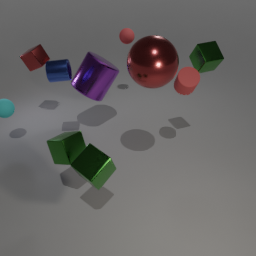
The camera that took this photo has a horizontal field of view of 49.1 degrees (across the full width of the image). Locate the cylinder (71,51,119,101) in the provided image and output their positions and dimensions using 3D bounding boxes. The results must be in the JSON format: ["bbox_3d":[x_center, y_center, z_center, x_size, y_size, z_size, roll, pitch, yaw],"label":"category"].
[{"bbox_3d":[-1.264,-1.978,10.786,1.400,1.400,1.400,31,16,-10],"label":"cylinder"}]

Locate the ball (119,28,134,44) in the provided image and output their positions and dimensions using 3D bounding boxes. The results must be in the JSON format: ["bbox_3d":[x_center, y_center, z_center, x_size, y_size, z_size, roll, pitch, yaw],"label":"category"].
[{"bbox_3d":[-0.054,-4.194,12.786,0.700,0.700,0.700,0,32,0],"label":"ball"}]

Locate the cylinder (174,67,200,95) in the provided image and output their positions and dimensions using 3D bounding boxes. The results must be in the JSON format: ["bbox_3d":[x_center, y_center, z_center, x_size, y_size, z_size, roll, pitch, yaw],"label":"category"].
[{"bbox_3d":[1.871,-1.491,8.953,0.700,0.700,0.700,0,74,-2],"label":"cylinder"}]

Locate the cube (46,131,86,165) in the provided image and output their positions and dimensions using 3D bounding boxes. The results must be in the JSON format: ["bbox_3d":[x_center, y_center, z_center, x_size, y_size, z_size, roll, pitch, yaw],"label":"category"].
[{"bbox_3d":[-1.631,0.531,7.580,0.700,0.700,0.700,-4,18,40],"label":"cube"}]

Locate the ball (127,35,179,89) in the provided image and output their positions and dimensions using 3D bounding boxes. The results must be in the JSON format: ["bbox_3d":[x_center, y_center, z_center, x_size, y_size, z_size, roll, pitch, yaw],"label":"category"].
[{"bbox_3d":[0.665,-1.769,7.564,1.400,1.400,1.400,0,32,0],"label":"ball"}]

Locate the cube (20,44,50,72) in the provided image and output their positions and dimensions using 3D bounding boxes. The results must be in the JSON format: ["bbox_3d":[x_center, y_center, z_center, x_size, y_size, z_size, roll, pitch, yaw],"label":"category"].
[{"bbox_3d":[-3.702,-2.801,11.185,0.700,0.700,0.700,-12,34,29],"label":"cube"}]

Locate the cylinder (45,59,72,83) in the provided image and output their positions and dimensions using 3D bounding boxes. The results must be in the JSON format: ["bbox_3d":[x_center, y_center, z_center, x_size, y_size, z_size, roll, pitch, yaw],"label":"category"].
[{"bbox_3d":[-2.267,-1.879,9.206,0.700,0.700,0.700,-6,32,0],"label":"cylinder"}]

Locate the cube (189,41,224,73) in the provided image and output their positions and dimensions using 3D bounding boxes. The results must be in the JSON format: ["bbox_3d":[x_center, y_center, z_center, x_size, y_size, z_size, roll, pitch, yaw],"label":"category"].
[{"bbox_3d":[2.519,-2.276,9.042,0.700,0.700,0.700,-14,73,-16],"label":"cube"}]

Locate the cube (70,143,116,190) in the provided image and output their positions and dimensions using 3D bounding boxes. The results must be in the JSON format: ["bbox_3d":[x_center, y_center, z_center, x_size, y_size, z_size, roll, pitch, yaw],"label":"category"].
[{"bbox_3d":[-0.805,0.928,6.682,0.700,0.700,0.700,33,71,24],"label":"cube"}]

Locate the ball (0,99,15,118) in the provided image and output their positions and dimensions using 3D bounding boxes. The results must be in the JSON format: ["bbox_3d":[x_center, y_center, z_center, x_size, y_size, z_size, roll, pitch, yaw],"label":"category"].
[{"bbox_3d":[-4.483,-0.710,10.160,0.700,0.700,0.700,0,32,0],"label":"ball"}]
